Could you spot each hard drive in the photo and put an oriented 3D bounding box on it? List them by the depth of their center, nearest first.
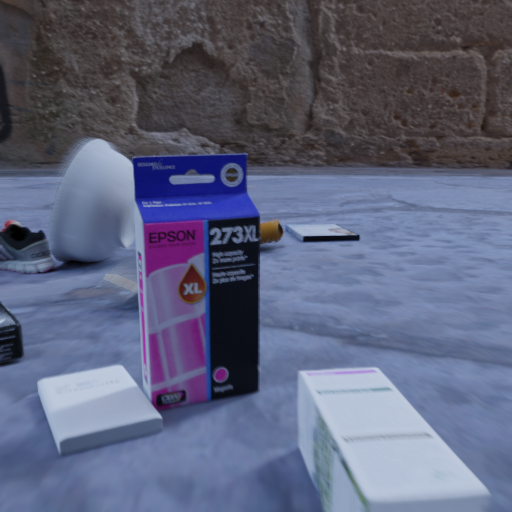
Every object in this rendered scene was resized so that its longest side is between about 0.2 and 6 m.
[{"bbox_3d":[-1.166,1.081,4.070,0.671,0.136,1.017,-6,12,-27],"label":"hard drive"}]

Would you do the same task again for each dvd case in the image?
[{"bbox_3d":[1.386,-0.507,12.047,1.201,0.148,1.683,-2,11,-9],"label":"dvd case"}]

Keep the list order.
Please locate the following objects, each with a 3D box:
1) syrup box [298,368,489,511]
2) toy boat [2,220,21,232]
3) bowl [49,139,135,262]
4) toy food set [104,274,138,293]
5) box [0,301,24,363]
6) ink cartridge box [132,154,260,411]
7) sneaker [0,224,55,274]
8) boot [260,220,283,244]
[{"bbox_3d":[0.612,1.093,2.957,0.554,0.536,1.362,-1,11,-7],"label":"syrup box"},{"bbox_3d":[-4.372,-0.344,9.735,0.481,0.480,0.735,13,-28,-22],"label":"toy boat"},{"bbox_3d":[-2.413,-0.753,9.135,0.953,2.121,2.121,18,13,3],"label":"bowl"},{"bbox_3d":[-0.791,0.096,7.069,1.124,0.624,1.910,21,14,32],"label":"toy food set"},{"bbox_3d":[-3.205,0.731,5.164,1.690,0.401,1.632,-8,11,-33],"label":"box"},{"bbox_3d":[-0.418,0.193,4.152,0.877,1.852,0.344,-6,13,-22],"label":"ink cartridge box"},{"bbox_3d":[-3.885,-0.159,8.798,1.653,0.723,0.610,5,12,23],"label":"sneaker"},{"bbox_3d":[-0.173,-0.415,10.109,1.162,0.571,1.623,-10,0,19],"label":"boot"}]
